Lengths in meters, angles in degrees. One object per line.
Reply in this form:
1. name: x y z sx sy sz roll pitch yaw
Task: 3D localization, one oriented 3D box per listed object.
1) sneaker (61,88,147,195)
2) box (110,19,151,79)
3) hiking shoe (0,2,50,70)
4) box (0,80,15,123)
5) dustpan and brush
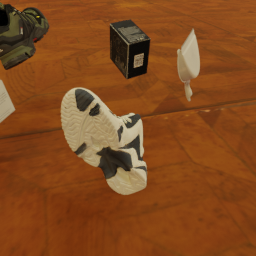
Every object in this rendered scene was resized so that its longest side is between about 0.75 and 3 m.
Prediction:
1. sneaker: -0.323 -0.014 4.968 0.875 2.191 1.426 -28 31 20
2. box: 0.013 -1.545 5.497 0.501 0.808 0.794 -21 53 -20
3. hiking shoe: -2.860 -2.714 7.129 1.027 1.366 2.713 -20 41 13
4. box: -3.216 -0.370 5.693 1.174 0.767 1.168 -3 31 18
5. dustpan and brush: 1.479 -1.392 6.901 0.487 1.703 1.188 -4 36 33
